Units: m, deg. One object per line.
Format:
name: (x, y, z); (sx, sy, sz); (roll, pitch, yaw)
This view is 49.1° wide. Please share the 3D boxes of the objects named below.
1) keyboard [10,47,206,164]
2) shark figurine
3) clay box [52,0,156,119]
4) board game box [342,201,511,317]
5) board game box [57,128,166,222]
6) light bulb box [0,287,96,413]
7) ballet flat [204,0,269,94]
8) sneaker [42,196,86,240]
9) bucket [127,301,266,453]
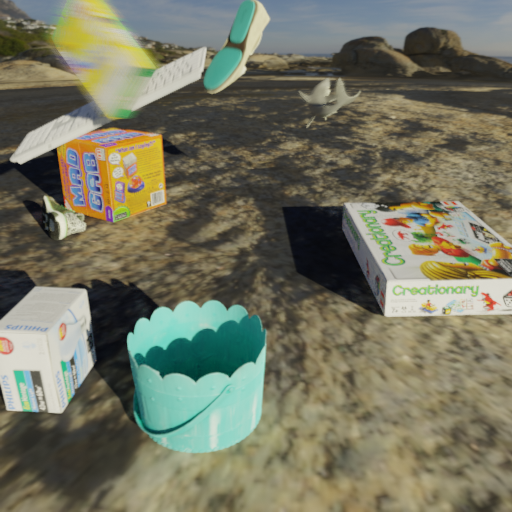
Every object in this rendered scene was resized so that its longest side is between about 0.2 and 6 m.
keyboard: (-1.968, -1.993, 7.419); (2.910, 0.155, 0.819); (-20, 41, 14)
shark figurine: (1.376, -3.465, 12.435); (0.857, 1.227, 2.054); (33, 12, -22)
clay box: (-1.862, -2.436, 6.712); (0.335, 0.809, 1.407); (-18, 67, -52)
board game box: (3.041, -0.109, 9.943); (2.428, 0.666, 3.846); (-1, 23, -1)
board game box: (-3.330, -1.943, 13.032); (1.695, 1.694, 1.696); (15, 27, 33)
light bulb box: (-2.450, 1.077, 6.578); (0.678, 1.077, 1.086); (1, 24, 6)
ballet flat: (-0.303, -3.611, 9.958); (0.637, 1.833, 0.637); (28, 1, 0)
sneaker: (-4.070, -0.788, 11.859); (0.759, 0.659, 1.714); (-1, 26, -33)
bucket: (-0.625, 1.290, 6.128); (1.596, 1.038, 1.596); (0, 22, 0)
